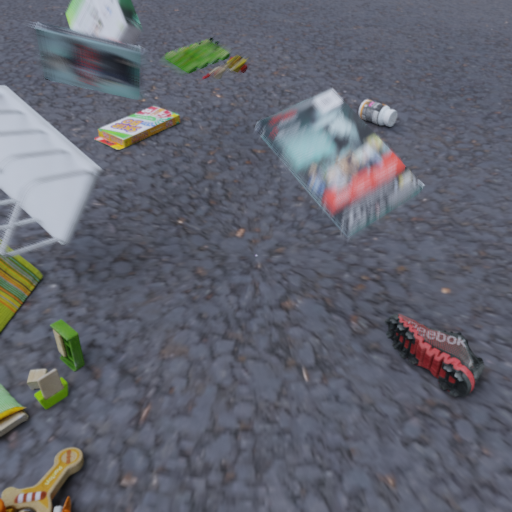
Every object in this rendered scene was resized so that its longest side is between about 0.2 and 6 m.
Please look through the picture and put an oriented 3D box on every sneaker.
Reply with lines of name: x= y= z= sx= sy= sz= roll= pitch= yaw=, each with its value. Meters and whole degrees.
sneaker: x=2.694 y=1.371 z=8.407 sx=0.795 sy=0.575 sz=1.628 roll=-26 pitch=47 yaw=-29

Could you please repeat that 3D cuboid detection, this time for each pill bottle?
pill bottle: x=3.316 y=-3.869 z=15.250 sx=0.944 sy=0.549 sz=0.549 roll=29 pitch=46 yaw=32

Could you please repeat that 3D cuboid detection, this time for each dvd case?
dvd case: x=-2.475 y=-2.880 z=8.383 sx=1.450 sy=1.058 sz=0.160 roll=12 pitch=63 yaw=-7
dvd case: x=1.061 y=-1.245 z=7.125 sx=1.361 sy=0.205 sz=1.865 roll=-31 pitch=74 yaw=-27

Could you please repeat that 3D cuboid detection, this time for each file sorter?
file sorter: x=-3.857 y=-1.302 z=8.533 sx=2.228 sy=1.546 sz=1.387 roll=40 pitch=29 yaw=12

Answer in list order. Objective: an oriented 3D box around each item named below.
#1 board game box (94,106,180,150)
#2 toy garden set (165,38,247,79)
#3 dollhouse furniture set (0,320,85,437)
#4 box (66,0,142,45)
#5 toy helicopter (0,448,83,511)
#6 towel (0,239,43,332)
board game box: x=-3.163 y=-3.430 z=14.914 sx=1.041 sy=0.327 sz=2.179 roll=26 pitch=47 yaw=31
toy garden set: x=-1.069 y=-4.573 z=12.977 sx=1.340 sy=0.321 sz=1.607 roll=35 pitch=43 yaw=12
dollhouse furniture set: x=-3.307 y=1.731 z=7.821 sx=0.927 sy=0.716 sz=1.854 roll=29 pitch=46 yaw=33
box: x=-2.682 y=-4.072 z=9.721 sx=0.361 sy=1.432 sz=1.985 roll=2 pitch=56 yaw=-44
toy helicopter: x=-2.467 y=2.835 z=6.549 sx=0.992 sy=0.592 sz=1.500 roll=7 pitch=28 yaw=17
towel: x=-4.467 y=0.797 z=8.875 sx=1.166 sy=0.245 sz=2.710 roll=41 pitch=34 yaw=-19
